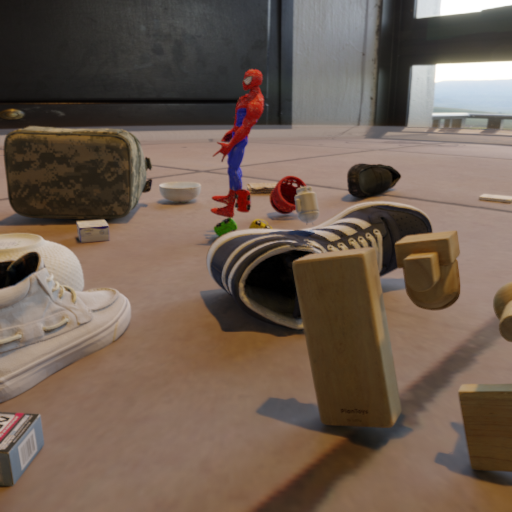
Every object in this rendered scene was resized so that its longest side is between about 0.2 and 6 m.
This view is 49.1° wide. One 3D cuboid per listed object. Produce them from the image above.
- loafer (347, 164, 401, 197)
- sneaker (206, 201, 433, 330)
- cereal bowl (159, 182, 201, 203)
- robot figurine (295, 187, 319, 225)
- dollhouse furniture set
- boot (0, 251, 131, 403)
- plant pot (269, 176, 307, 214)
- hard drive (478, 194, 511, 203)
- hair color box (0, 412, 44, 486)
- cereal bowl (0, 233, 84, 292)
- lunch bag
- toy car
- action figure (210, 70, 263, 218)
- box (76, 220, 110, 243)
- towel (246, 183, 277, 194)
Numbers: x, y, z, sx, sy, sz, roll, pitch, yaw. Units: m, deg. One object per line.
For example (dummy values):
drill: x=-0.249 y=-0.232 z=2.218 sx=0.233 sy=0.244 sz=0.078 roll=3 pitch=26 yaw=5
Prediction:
loafer: x=3.432 y=-2.256 z=16.281 sx=0.982 sy=0.950 sz=2.797 roll=0 pitch=11 yaw=31
sneaker: x=1.157 y=0.075 z=7.881 sx=3.541 sy=1.241 sz=1.921 roll=-10 pitch=13 yaw=-10
cereal bowl: x=-2.080 y=-1.724 z=15.365 sx=1.135 sy=0.473 sz=1.135 roll=0 pitch=16 yaw=0
robot figurine: x=0.712 y=-0.693 z=7.829 sx=0.458 sy=0.540 sz=0.305 roll=-5 pitch=-6 yaw=-41
dollhouse furniture set: x=1.751 y=0.720 z=5.277 sx=2.037 sy=1.937 sz=1.659 roll=-8 pitch=6 yaw=30
boot: x=-2.329 y=0.537 z=6.391 sx=0.962 sy=1.250 sz=2.616 roll=6 pitch=17 yaw=18
plant pot: x=0.756 y=-1.424 z=13.541 sx=0.812 sy=0.812 sz=0.739 roll=-8 pitch=-16 yaw=-25
hard drive: x=6.701 y=-1.598 z=15.573 sx=0.848 sy=0.111 sz=0.559 roll=12 pitch=20 yaw=34
hair color box: x=-2.395 y=1.553 z=4.604 sx=1.088 sy=0.330 sz=0.538 roll=1 pitch=17 yaw=5
cereal bowl: x=-3.634 y=0.182 z=8.341 sx=2.034 sy=0.847 sz=2.034 roll=1 pitch=17 yaw=0
lunch bag: x=-4.211 y=-2.107 z=13.713 sx=3.057 sy=2.130 sz=2.564 roll=0 pitch=18 yaw=-4
toy car: x=-0.355 y=-0.738 z=11.515 sx=1.165 sy=1.238 sz=0.276 roll=-22 pitch=25 yaw=27
action figure: x=-0.383 y=-2.210 z=11.012 sx=0.753 sy=2.912 sz=0.953 roll=17 pitch=30 yaw=-6
box: x=-3.358 y=-0.509 z=11.524 sx=0.584 sy=0.333 sz=0.635 roll=-6 pitch=17 yaw=-21
towel: x=0.410 y=-2.056 z=16.896 sx=1.385 sy=0.239 sz=0.917 roll=-2 pitch=17 yaw=-7
